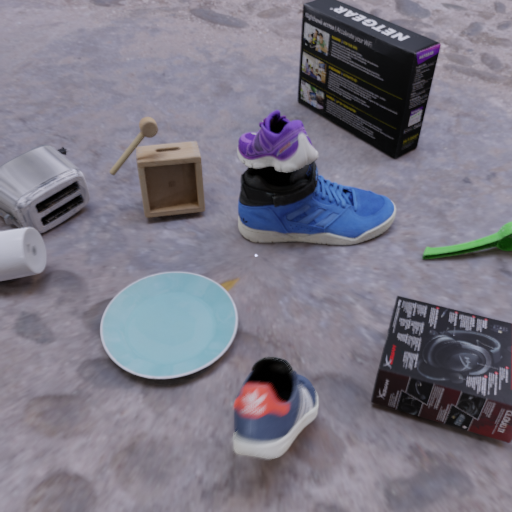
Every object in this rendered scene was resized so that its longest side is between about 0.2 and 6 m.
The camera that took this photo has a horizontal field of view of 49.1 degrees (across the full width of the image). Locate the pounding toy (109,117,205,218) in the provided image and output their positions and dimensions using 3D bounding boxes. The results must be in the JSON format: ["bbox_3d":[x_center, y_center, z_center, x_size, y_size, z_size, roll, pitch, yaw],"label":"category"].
[{"bbox_3d":[-1.986,-1.852,11.061,1.746,1.988,0.909,-7,34,-8],"label":"pounding toy"}]

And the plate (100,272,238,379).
[{"bbox_3d":[-1.423,1.144,9.288,2.248,0.287,2.248,0,45,0],"label":"plate"}]

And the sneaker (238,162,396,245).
[{"bbox_3d":[1.208,-1.184,10.601,3.125,1.738,1.199,-1,47,-1],"label":"sneaker"}]

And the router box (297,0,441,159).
[{"bbox_3d":[2.445,-4.215,13.157,0.884,2.581,3.461,-29,52,-26],"label":"router box"}]

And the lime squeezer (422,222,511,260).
[{"bbox_3d":[5.105,0.052,10.133,3.789,0.715,1.338,21,48,19],"label":"lime squeezer"}]

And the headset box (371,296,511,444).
[{"bbox_3d":[2.982,1.634,8.298,2.195,0.847,1.633,14,41,14],"label":"headset box"}]

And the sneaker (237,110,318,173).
[{"bbox_3d":[0.320,-2.026,9.575,0.891,0.922,2.210,-25,21,-21],"label":"sneaker"}]

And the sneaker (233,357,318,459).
[{"bbox_3d":[0.329,1.758,7.434,0.879,0.991,2.346,1,5,14],"label":"sneaker"}]

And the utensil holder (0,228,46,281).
[{"bbox_3d":[-4.362,-0.009,9.814,1.052,0.894,0.894,-9,44,5],"label":"utensil holder"}]

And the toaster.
[{"bbox_3d":[-4.288,-1.344,11.245,1.299,1.142,2.010,35,57,26],"label":"toaster"}]
